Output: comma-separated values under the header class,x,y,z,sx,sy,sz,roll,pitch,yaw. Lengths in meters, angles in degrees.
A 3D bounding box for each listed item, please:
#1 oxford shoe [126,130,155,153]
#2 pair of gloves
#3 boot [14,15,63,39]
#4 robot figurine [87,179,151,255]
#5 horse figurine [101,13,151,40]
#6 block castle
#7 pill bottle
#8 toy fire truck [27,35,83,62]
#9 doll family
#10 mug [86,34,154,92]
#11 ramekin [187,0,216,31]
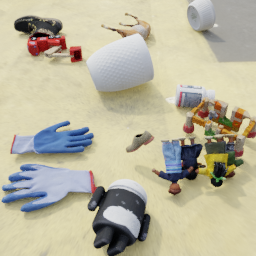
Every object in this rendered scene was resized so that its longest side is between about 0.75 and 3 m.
class,x,y,z,sx,sy,sz,roll,pitch,yaw
oxford shoe,0.224,0.311,6.718,0.330,0.882,0.311,50,34,-11
pair of gloves,-1.904,0.811,6.998,2.189,0.310,2.722,-4,44,-7
boot,-3.994,-4.175,12.089,2.146,0.785,1.616,3,42,-5
robot figurine,-0.157,1.726,5.556,0.925,1.114,1.482,-4,39,26
horse figurine,0.193,-4.144,12.001,1.885,0.710,2.844,31,45,15
block castle,2.473,-0.027,7.548,1.725,0.809,1.152,28,53,30
pill bottle,2.050,-0.956,8.627,1.136,0.680,0.680,6,43,6
toy fire truck,-2.916,-3.100,11.067,2.110,0.514,1.488,-8,43,-9
doll family,1.644,0.837,6.477,2.187,1.264,0.858,-4,0,5
mug,-0.368,-2.060,9.347,1.873,1.577,2.136,-21,19,-5
ramekin,3.236,-5.071,12.604,0.684,1.468,1.468,-26,47,-7
